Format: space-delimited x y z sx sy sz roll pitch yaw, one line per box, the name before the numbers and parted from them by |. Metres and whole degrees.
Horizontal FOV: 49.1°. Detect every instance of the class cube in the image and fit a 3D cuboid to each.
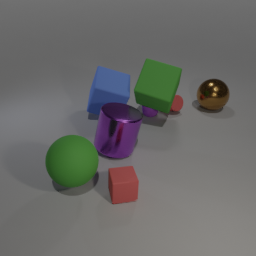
cube | 1.145 -1.582 10.764 1.400 1.400 1.400 19 -12 10
cube | -0.789 -1.423 11.463 1.400 1.400 1.400 14 47 -14
cube | -0.138 1.538 7.631 0.700 0.700 0.700 -4 29 -12

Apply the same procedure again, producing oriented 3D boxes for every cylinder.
cylinder | 0.939 -0.929 11.839 0.700 0.700 0.700 -3 59 5
cylinder | -0.340 0.055 9.372 1.400 1.400 1.400 12 27 -6
cylinder | 1.925 -1.100 12.185 0.700 0.700 0.700 -15 14 -25

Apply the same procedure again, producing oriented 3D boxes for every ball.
ball | 3.737 -1.466 12.329 1.400 1.400 1.400 0 29 0
ball | -1.492 0.882 7.522 1.400 1.400 1.400 0 29 0
